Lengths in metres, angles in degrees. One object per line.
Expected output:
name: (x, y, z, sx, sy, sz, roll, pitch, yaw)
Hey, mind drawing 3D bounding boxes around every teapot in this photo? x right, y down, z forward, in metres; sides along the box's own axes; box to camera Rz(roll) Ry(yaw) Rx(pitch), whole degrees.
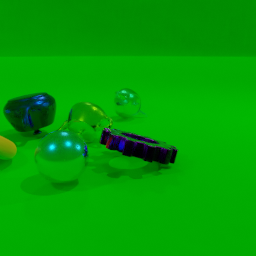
teapot: (-2.204, -0.315, 6.494, 1.170, 0.921, 1.882, -12, 16, -6)
teapot: (-0.930, -0.068, 5.969, 1.480, 0.920, 0.725, -2, 43, 30)
teapot: (0.057, -0.663, 7.941, 0.671, 0.852, 1.370, 15, -15, 43)

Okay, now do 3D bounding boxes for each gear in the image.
gear: (0.183, 0.297, 4.884, 1.340, 0.248, 1.340, 15, 5, -1)

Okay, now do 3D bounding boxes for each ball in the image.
ball: (-0.954, 0.416, 4.067, 0.774, 0.774, 0.774, 0, 16, 0)

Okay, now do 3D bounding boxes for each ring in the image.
ring: (-2.702, 0.087, 4.687, 1.697, 0.339, 1.697, 22, -14, 6)
